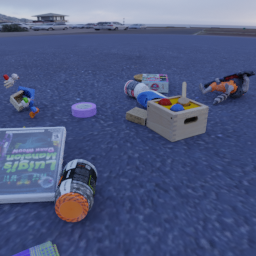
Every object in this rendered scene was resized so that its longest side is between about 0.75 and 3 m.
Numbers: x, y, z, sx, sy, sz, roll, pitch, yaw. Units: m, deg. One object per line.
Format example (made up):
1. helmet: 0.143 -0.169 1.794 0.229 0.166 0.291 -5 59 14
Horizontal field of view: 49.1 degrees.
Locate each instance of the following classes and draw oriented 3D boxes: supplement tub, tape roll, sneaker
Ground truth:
1. supplement tub: 0.458 -2.000 14.753 0.848 0.848 1.209 -18 29 -36
2. tape roll: -1.994 -0.827 12.716 1.093 0.359 1.093 1 24 0
3. supplement tub: -1.248 1.485 6.779 0.912 0.912 1.488 0 23 -1
4. sneaker: 1.109 -1.148 12.804 2.239 0.859 1.246 24 24 31

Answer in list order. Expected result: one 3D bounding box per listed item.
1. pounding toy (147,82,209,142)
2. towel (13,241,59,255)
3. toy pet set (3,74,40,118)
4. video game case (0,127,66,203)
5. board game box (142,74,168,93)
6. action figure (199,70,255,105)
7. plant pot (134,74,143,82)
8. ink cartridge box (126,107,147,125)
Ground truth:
1. pounding toy: 2.001 -0.735 11.037 2.156 1.533 1.985 -13 28 -28
2. towel: -2.043 2.720 4.826 1.867 0.213 1.341 -11 25 -24
3. toy pet set: -4.501 -1.450 12.554 1.072 2.018 1.885 -40 1 -31
4. video game case: -3.183 0.931 7.733 2.707 0.316 2.461 -1 45 -4
5. board game box: 1.590 -2.643 16.489 1.517 0.661 2.057 1 24 4
6. action figure: 5.061 -2.006 14.778 2.850 1.541 2.946 -9 -2 -35
7. plant pot: 1.206 -3.277 18.451 1.674 0.230 1.674 0 24 0
8. ink cartridge box: 0.504 -0.506 11.899 0.946 0.355 0.779 21 30 29
